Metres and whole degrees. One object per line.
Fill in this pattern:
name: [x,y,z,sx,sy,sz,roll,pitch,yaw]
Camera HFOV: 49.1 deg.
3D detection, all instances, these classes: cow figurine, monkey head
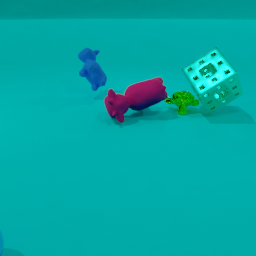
cow figurine: [0.225,-0.840,7.863,1.742,0.956,1.715,-17,8,20]
monkey head: [1.652,-0.755,8.528,1.097,0.789,0.661,6,-7,5]
cow figurine: [-1.215,-2.098,9.847,0.771,1.405,1.383,-29,22,24]

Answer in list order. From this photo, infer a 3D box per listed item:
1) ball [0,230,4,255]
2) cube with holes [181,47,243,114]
ball: [-1.829,1.390,3.194,0.758,0.758,0.758,0,23,0]
cube with holes: [2.400,-1.312,7.960,1.107,1.107,1.107,-31,54,13]
